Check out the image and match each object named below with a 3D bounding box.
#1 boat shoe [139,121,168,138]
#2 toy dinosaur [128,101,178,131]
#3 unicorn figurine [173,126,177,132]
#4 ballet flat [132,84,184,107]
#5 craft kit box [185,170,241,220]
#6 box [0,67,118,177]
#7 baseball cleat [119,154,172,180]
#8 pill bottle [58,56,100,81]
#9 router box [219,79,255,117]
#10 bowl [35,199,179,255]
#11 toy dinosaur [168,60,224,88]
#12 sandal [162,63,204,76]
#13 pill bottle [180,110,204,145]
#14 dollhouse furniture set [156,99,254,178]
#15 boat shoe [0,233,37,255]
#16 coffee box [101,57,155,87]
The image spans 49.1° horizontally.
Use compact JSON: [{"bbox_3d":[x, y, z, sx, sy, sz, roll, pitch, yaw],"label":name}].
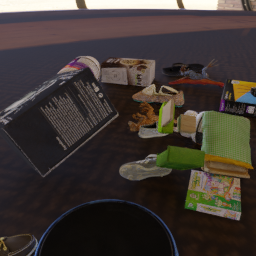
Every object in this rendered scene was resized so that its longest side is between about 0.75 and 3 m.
[{"bbox_3d":[0.996,0.011,9.738,1.297,0.462,0.453,-10,31,-17],"label":"boat shoe"},{"bbox_3d":[0.954,-0.300,10.319,2.433,0.735,1.292,-10,62,-26],"label":"toy dinosaur"},{"bbox_3d":[2.029,-0.063,10.016,0.750,0.403,1.092,-3,16,16],"label":"unicorn figurine"},{"bbox_3d":[1.303,-1.480,12.102,2.299,0.773,0.783,8,30,15],"label":"ballet flat"},{"bbox_3d":[2.146,1.629,7.034,1.262,0.310,1.278,6,29,16],"label":"craft kit box"},{"bbox_3d":[-2.068,-0.274,7.567,2.474,1.560,2.516,-43,25,-22],"label":"box"},{"bbox_3d":[0.444,1.091,7.862,1.516,0.529,0.807,3,22,-16],"label":"baseball cleat"},{"bbox_3d":[-2.175,-2.390,12.921,1.554,1.554,2.790,5,29,8],"label":"pill bottle"},{"bbox_3d":[4.981,-1.294,11.891,1.866,0.639,2.502,10,31,18],"label":"router box"},{"bbox_3d":[-0.402,2.439,5.293,2.800,0.550,2.800,0,29,0],"label":"bowl"},{"bbox_3d":[3.595,-2.320,13.956,2.300,1.208,2.087,-48,61,1],"label":"toy dinosaur"},{"bbox_3d":[3.058,-3.452,15.832,2.734,0.585,1.040,-15,33,-25],"label":"sandal"},{"bbox_3d":[2.716,0.083,8.976,1.890,1.100,1.100,18,34,31],"label":"pill bottle"},{"bbox_3d":[2.218,0.250,7.246,2.720,1.782,1.365,8,-14,-6],"label":"dollhouse furniture set"},{"bbox_3d":[-2.583,2.423,5.369,1.638,0.493,0.584,-17,33,-28],"label":"boat shoe"},{"bbox_3d":[0.022,-2.931,14.458,2.534,1.011,1.432,7,30,13],"label":"coffee box"}]
